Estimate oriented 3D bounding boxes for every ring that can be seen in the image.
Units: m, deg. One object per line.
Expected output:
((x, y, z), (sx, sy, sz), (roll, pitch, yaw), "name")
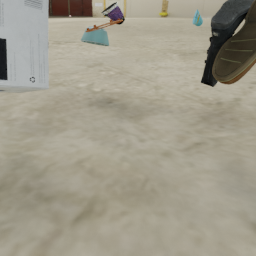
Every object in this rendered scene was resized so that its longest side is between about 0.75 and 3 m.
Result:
((-0.747, -3.167, 8.611), (1.204, 0.115, 1.204), (-16, 18, 5), "ring")

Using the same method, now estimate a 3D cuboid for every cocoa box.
((-2.932, -2.088, 6.384), (1.663, 2.493, 1.636), (-3, 4, -44), "cocoa box")

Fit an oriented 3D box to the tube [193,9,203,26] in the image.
((2.361, -3.729, 9.604), (0.311, 0.478, 1.235), (13, 17, 17), "tube")

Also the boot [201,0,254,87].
((2.318, -2.011, 6.656), (0.567, 1.728, 1.425), (34, 62, 32), "boot")

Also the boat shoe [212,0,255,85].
((2.654, -1.728, 5.888), (0.838, 0.791, 2.328), (28, 77, 46), "boat shoe")

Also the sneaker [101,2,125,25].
((-0.513, -4.144, 10.369), (0.636, 0.735, 1.678), (-34, 24, 8), "sneaker")

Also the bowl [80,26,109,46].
((-1.225, -3.513, 10.680), (1.117, 0.584, 1.117), (8, 11, -2), "bowl")
